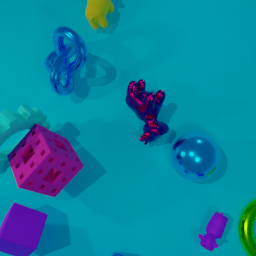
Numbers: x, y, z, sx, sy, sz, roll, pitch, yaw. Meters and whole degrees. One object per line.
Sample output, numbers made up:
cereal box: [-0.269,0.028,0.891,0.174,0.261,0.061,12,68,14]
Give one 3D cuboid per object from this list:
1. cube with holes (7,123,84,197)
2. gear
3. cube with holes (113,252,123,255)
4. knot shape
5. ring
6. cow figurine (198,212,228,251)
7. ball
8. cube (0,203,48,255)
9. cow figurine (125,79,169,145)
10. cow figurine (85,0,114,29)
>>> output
cube with holes: [-2.069,0.827,7.028,1.137,1.137,1.137,-47,49,7]
gear: [-2.927,0.323,7.094,0.376,2.035,2.035,42,80,16]
cube with holes: [-0.085,3.645,6.907,0.730,0.730,0.730,26,75,-7]
knot shape: [-1.735,-1.987,7.832,0.873,1.768,1.890,7,56,-27]
ring: [3.882,2.742,7.374,1.931,0.386,1.931,0,77,2]
cow figurine: [2.062,2.459,6.711,0.499,0.894,0.909,25,90,27]
ball: [1.773,0.749,7.395,1.304,1.304,1.304,0,77,0]
cube: [-2.654,2.538,6.888,0.894,0.894,0.894,27,42,-17]
cow figurine: [0.483,-0.406,7.799,1.552,1.527,0.852,36,35,29]
cow figurine: [-0.983,-3.898,8.432,0.772,1.384,1.406,4,67,28]
